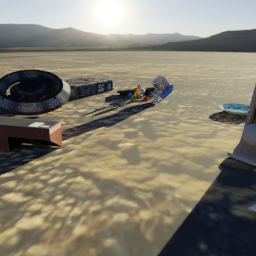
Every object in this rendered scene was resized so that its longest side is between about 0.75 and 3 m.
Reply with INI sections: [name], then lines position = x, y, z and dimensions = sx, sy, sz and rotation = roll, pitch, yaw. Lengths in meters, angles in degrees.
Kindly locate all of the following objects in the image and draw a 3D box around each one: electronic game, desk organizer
[electronic game]
position = -3.425, -1.312, 9.921
dimensions = 2.727, 0.567, 2.727
rotation = 5, 39, -4
[desk organizer]
position = -2.356, 0.167, 6.367
dimensions = 1.631, 0.628, 0.585
rotation = 4, 19, 13

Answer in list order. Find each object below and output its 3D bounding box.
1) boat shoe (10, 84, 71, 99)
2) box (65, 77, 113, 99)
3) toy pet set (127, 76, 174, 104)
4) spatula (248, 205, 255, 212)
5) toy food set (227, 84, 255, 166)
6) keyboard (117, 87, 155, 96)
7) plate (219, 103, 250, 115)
[boat shoe]
position = -3.373, -1.361, 10.919
dimensions = 2.241, 0.806, 0.762
rotation = 1, 10, -17
[box]
position = -2.099, -1.888, 12.748
dimensions = 1.837, 0.499, 2.293
rotation = 14, 23, 35
[toy pet set]
position = 1.016, -1.350, 11.230
dimensions = 1.456, 0.828, 1.560
rotation = -41, 27, -10
[spatula]
position = 2.451, 1.222, 4.113
dimensions = 1.102, 0.089, 0.766
rotation = -8, 15, -26
[toy food set]
position = 3.068, -0.461, 5.242
dimensions = 0.805, 2.663, 1.911
rotation = 5, 10, -41
[keyboard]
position = 0.750, -1.618, 12.418
dimensions = 2.192, 0.226, 1.393
rotation = -11, 15, -27
[plate]
position = 3.737, -0.628, 9.522
dimensions = 1.250, 0.160, 1.250
rotation = 0, 19, 0
